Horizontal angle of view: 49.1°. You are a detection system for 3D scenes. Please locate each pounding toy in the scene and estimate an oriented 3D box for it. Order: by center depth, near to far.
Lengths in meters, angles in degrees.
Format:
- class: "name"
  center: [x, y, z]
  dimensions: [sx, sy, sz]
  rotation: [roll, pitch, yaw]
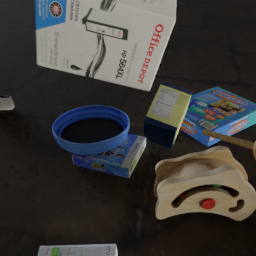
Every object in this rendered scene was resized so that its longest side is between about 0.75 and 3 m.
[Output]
- class: "pounding toy"
  center: [1.790, 1.041, 6.088]
  dimensions: [2.606, 1.490, 1.495]
  rotation: [-15, 31, 11]

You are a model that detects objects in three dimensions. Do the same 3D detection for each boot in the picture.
- class: "boot"
  center: [-4.537, -0.898, 9.711]
  dimensions: [1.089, 0.521, 0.401]
  rotation: [-5, 33, -8]

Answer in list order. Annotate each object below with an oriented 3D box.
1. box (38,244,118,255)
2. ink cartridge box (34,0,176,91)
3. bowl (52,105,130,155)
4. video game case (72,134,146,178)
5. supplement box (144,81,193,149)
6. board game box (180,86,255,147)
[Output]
- class: "box"
  center: [-0.795, 2.575, 4.205]
  dimensions: [1.292, 0.708, 1.464]
  rotation: [-1, 33, -2]
- class: "ink cartridge box"
  center: [-0.483, -2.009, 5.789]
  dimensions: [2.561, 1.870, 1.080]
  rotation: [12, 49, -5]
- class: "bowl"
  center: [-1.004, 0.016, 7.812]
  dimensions: [2.124, 0.417, 2.124]
  rotation: [-2, 31, 1]
- class: "video game case"
  center: [-0.460, 0.599, 7.567]
  dimensions: [1.574, 0.358, 1.426]
  rotation: [11, 34, 17]
- class: "supplement box"
  center: [1.061, -0.324, 7.619]
  dimensions: [0.856, 1.275, 1.274]
  rotation: [22, 69, 12]
- class: "board game box"
  center: [2.736, -0.483, 9.017]
  dimensions: [2.550, 0.574, 1.940]
  rotation: [-20, 38, -28]
